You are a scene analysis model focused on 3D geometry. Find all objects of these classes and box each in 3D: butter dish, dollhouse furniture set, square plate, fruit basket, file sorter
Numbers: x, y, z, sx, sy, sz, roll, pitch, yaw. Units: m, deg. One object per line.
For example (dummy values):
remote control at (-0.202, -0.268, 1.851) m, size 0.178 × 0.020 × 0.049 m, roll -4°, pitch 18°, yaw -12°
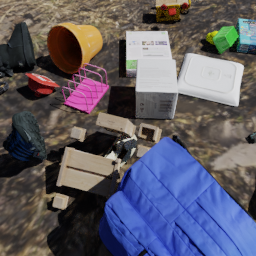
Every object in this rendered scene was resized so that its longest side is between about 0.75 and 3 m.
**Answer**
butter dish at (-3.028, -1.414, 9.681) m, size 0.929 × 0.687 × 0.927 m, roll 31°, pitch 14°, yaw 26°
dollhouse furniture set at (-0.478, 1.067, 7.616) m, size 2.271 × 1.300 × 2.662 m, roll 13°, pitch 85°, yaw 12°
square plate at (3.015, -1.915, 10.254) m, size 2.265 × 0.325 × 2.287 m, roll 15°, pitch 54°, yaw 12°
fruit basket at (3.755, -3.612, 11.434) m, size 1.166 × 0.841 × 1.166 m, roll -32°, pitch 20°, yaw 13°
file sorter at (-1.431, -1.391, 9.480) m, size 0.983 × 0.887 × 1.415 m, roll 21°, pitch 55°, yaw 16°

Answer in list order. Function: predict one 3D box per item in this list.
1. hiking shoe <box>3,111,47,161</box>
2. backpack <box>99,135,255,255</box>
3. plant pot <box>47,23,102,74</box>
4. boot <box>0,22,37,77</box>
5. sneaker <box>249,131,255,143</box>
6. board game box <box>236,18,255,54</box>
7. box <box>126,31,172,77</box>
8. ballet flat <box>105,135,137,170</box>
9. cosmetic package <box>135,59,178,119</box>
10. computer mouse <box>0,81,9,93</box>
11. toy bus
hiking shoe at (-2.694, 0.373, 7.109) m, size 0.994 × 2.292 × 0.853 m, roll -11°, pitch 64°, yaw -13°
backpack at (0.985, 2.179, 5.847) m, size 2.908 × 2.363 × 2.440 m, roll 42°, pitch 63°, yaw 17°
plant pot at (-1.833, -3.110, 10.460) m, size 1.725 × 1.725 × 1.580 m, roll 28°, pitch 41°, yaw 20°
boot at (-4.766, -3.006, 10.746) m, size 2.157 × 0.974 × 2.633 m, roll -15°, pitch 55°, yaw -8°
sneaker at (4.082, 0.180, 8.642) m, size 0.757 × 0.286 × 0.300 m, roll -24°, pitch 54°, yaw -18°
board game box at (5.267, -3.808, 11.648) m, size 1.378 × 0.428 × 1.825 m, roll 10°, pitch 53°, yaw 7°
box at (0.779, -2.945, 10.994) m, size 1.751 × 0.441 × 2.427 m, roll 0°, pitch 51°, yaw 0°
ballet flat at (-0.273, 0.737, 7.994) m, size 0.666 × 0.616 × 1.976 m, roll 20°, pitch 55°, yaw 15°
cosmetic package at (0.889, -1.271, 9.128) m, size 1.276 × 1.283 × 1.534 m, roll 2°, pitch 51°, yaw 3°
computer mouse at (-5.379, -0.804, 9.373) m, size 2.972 × 0.506 × 0.871 m, roll -30°, pitch 43°, yaw -27°
toy bus at (2.081, -5.294, 12.482) m, size 1.740 × 0.953 × 1.844 m, roll -37°, pitch 56°, yaw -19°
